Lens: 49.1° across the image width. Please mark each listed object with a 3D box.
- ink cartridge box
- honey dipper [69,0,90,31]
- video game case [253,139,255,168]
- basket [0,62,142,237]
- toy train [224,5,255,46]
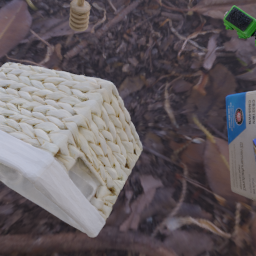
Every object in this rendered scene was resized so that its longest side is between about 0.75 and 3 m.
[{"bbox_3d":[3.001,0.310,4.614,1.217,2.887,2.108,-4,91,-14],"label":"ink cartridge box"},{"bbox_3d":[-0.888,-2.990,5.560,0.454,2.389,0.454,7,59,-11],"label":"honey dipper"},{"bbox_3d":[2.157,0.717,4.132,0.209,0.833,0.920,-20,41,10],"label":"video game case"},{"bbox_3d":[-1.384,0.162,4.572,2.782,1.886,1.716,16,58,33],"label":"basket"},{"bbox_3d":[2.413,-1.433,4.710,1.879,0.530,0.392,38,110,9],"label":"toy train"}]
